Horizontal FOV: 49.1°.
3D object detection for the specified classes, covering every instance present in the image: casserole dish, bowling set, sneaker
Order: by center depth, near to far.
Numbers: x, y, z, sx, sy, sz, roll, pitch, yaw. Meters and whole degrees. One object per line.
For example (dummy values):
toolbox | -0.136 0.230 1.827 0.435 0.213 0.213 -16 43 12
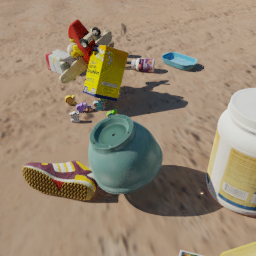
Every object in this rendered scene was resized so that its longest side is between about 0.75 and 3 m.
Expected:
sneaker | -1.702 1.224 7.290 2.035 0.763 0.917 15 32 9
bowling set | -1.340 -3.478 13.361 2.569 1.379 1.788 -30 65 -36
casserole dish | 2.454 -3.210 13.499 1.829 0.355 1.108 30 46 35

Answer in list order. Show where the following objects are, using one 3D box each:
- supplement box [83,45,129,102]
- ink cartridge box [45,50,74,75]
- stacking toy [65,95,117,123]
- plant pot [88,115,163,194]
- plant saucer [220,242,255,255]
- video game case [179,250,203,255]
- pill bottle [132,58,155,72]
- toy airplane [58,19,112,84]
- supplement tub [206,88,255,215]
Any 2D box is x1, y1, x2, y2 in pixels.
supplement box | -0.818 -1.957 9.989 0.973 1.777 0.967 7 11 -37
ink cartridge box | -3.100 -3.020 12.878 1.071 0.775 0.778 25 43 29
stacking toy | -1.355 -0.824 10.239 1.768 0.415 1.333 -9 38 -12
plant pot | -0.188 0.447 6.495 1.772 1.187 1.772 -14 41 12
plant saucer | 2.197 2.753 4.850 0.362 1.493 1.493 40 40 -7
video game case | 1.462 2.944 5.309 1.159 0.127 1.056 7 37 20
pill bottle | 0.696 -2.918 12.916 1.025 0.571 0.571 5 37 8
toy airplane | -1.584 -2.751 10.593 1.599 2.255 2.265 22 16 30
supplement tub | 2.943 0.561 6.546 1.856 2.566 1.856 0 37 0
